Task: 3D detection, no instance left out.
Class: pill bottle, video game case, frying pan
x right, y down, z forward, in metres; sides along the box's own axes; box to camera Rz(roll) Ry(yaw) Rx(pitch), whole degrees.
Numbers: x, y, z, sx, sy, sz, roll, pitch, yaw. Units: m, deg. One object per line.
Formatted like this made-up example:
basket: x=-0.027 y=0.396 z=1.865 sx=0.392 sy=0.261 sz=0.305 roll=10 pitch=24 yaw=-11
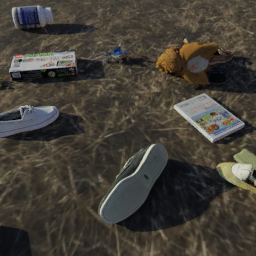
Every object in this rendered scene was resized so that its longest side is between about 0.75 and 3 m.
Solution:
pill bottle: x=-5.669 y=-6.656 z=16.797 sx=2.180 sy=1.210 sz=1.210 roll=-8 pitch=44 yaw=-8
video game case: x=3.144 y=-0.476 z=11.001 sx=1.627 sy=0.205 sz=2.272 roll=-22 pitch=47 yaw=-22
frying pan: x=3.873 y=-2.106 z=12.649 sx=1.143 sy=0.307 sz=1.889 roll=26 pitch=61 yaw=30

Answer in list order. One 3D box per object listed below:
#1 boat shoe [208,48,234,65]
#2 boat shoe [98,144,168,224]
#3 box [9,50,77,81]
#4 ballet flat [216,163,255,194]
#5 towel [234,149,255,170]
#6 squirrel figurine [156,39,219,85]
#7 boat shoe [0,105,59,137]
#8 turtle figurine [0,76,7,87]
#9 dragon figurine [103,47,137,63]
boat shoe: x=4.585 y=-3.656 z=14.035 sx=1.791 sy=0.643 sz=0.678 roll=-20 pitch=47 yaw=-20
boat shoe: x=0.095 y=1.634 z=8.435 sx=0.974 sy=1.035 sz=2.882 roll=-8 pitch=34 yaw=53
box: x=-3.993 y=-3.042 z=13.475 sx=2.992 sy=0.519 sz=1.646 roll=-6 pitch=44 yaw=-6
ballet flat: x=3.835 y=1.550 z=8.444 sx=2.337 sy=0.826 sz=0.826 roll=32 pitch=52 yaw=29
towel: x=4.042 y=1.114 z=9.353 sx=0.657 sy=0.162 sz=0.885 roll=-24 pitch=50 yaw=-22
squirrel figurine: x=2.586 y=-3.285 z=12.850 sx=2.561 sy=1.812 sz=2.390 roll=0 pitch=33 yaw=1
boat shoe: x=-3.827 y=-0.408 z=10.480 sx=2.481 sy=0.811 sz=0.913 roll=-23 pitch=48 yaw=-22
turtle figurine: x=-5.907 y=-2.121 z=12.664 sx=0.932 sy=0.300 sz=0.751 roll=-18 pitch=46 yaw=-18
dragon figurine: x=-0.424 y=-3.759 z=14.225 sx=1.822 sy=0.536 sz=0.906 roll=-34 pitch=53 yaw=-29
